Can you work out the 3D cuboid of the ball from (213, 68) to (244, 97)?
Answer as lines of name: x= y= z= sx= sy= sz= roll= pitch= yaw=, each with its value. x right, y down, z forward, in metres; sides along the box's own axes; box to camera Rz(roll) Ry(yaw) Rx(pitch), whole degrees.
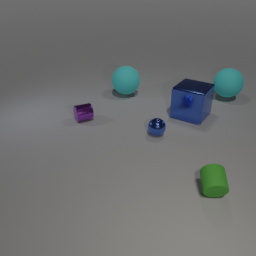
ball: x=4.863 y=-2.182 z=13.567 sx=1.400 sy=1.400 sz=1.400 roll=0 pitch=30 yaw=0

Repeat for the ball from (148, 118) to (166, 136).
ball: x=1.109 y=-0.041 z=10.787 sx=0.700 sy=0.700 sz=0.700 roll=0 pitch=30 yaw=0

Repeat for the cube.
cube: x=2.757 y=-1.167 z=12.062 sx=1.400 sy=1.400 sz=1.400 roll=18 pitch=34 yaw=28

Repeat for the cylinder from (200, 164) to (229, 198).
cylinder: x=2.404 y=1.472 z=7.827 sx=0.700 sy=0.700 sz=0.700 roll=1 pitch=49 yaw=2

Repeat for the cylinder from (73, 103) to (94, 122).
cylinder: x=-1.890 y=-0.661 z=11.878 sx=0.700 sy=0.700 sz=0.700 roll=-13 pitch=32 yaw=-22

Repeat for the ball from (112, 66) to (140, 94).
ball: x=-0.104 y=-2.381 z=13.976 sx=1.400 sy=1.400 sz=1.400 roll=0 pitch=30 yaw=0
